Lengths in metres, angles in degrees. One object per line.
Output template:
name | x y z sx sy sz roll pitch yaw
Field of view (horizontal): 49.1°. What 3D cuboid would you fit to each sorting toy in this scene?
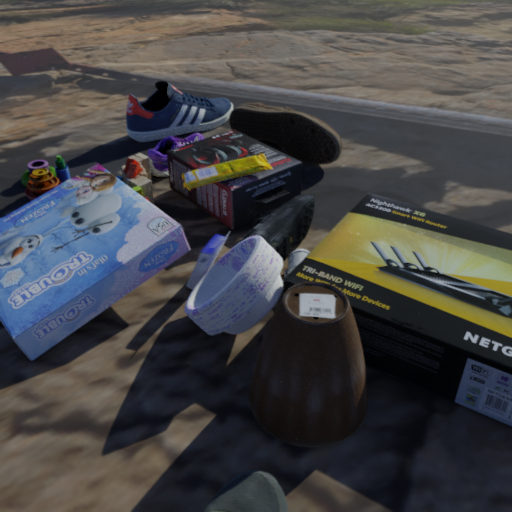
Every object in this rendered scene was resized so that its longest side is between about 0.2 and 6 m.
sorting toy | -4.798 -1.865 12.708 1.049 0.716 1.745 -16 38 -21

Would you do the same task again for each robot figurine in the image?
robot figurine | 0.806 0.207 9.997 0.725 0.482 0.854 -28 30 20

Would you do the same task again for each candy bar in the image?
candy bar | -0.597 -1.674 11.108 1.841 0.204 0.459 -17 61 -13

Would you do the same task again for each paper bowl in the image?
paper bowl | -0.256 0.552 8.773 1.679 0.873 1.679 -40 15 13

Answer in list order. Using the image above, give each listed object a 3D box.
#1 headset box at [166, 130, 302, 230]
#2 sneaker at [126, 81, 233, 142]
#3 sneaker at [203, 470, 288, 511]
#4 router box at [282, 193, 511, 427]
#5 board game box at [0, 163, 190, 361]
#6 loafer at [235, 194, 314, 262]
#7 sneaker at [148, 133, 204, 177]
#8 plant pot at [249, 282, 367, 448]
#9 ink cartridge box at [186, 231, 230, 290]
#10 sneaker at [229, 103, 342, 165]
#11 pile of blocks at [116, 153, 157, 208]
headset box | -0.405 -1.703 12.236 1.959 0.989 2.636 -26 43 -31
sneaker | -2.040 -4.159 15.370 3.243 1.370 1.216 -24 42 -30
sneaker | -0.443 3.170 5.140 1.140 1.295 3.060 15 38 18
router box | 2.948 0.615 8.888 4.108 1.073 3.230 20 40 26
board game box | -3.262 -0.130 9.738 3.077 0.667 3.062 -37 48 -21
loafer | 0.379 -0.519 10.637 0.916 0.886 2.610 17 37 21
sneaker | -1.876 -2.602 13.656 0.798 0.826 1.979 20 39 25
plant pot | 0.735 1.283 7.382 1.657 1.773 1.657 0 36 0
ink cartridge box | -0.836 0.053 9.633 0.230 1.171 0.582 33 41 1
sneaker | 0.926 -3.360 14.389 3.453 1.216 1.304 27 42 31
pile of blocks | -2.768 -1.459 11.970 1.210 0.916 2.947 -9 36 -12
